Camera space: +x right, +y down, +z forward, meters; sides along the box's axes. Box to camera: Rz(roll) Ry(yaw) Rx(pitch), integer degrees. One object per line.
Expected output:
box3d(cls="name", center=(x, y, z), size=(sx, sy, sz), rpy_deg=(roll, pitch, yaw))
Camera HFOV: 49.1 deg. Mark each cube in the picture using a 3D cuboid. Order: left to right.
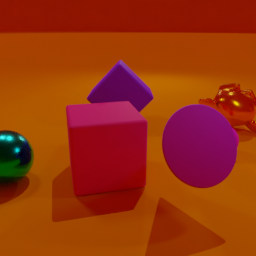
box3d(cls="cube", center=(-0.455, 0.320, 5.414), size=(1.330, 1.330, 1.330), rpy_deg=(-5, 21, -13))
box3d(cls="cube", center=(-0.201, -0.950, 7.775), size=(1.259, 1.259, 1.259), rpy_deg=(43, 13, -13))

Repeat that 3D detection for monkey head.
box3d(cls="monkey head", center=(2.929, -0.522, 7.992), size=(1.902, 1.368, 1.146), rpy_deg=(28, 65, 5))

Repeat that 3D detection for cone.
box3d(cls="cone", center=(0.860, 0.336, 4.472), size=(1.181, 1.181, 1.186), rpy_deg=(-7, -7, -18))

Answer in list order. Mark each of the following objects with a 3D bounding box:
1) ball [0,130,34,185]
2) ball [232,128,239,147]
box3d(cls="ball", center=(-2.298, 0.548, 5.251), size=(1.025, 1.025, 1.025), rpy_deg=(0, 21, 0))
box3d(cls="ball", center=(2.146, 0.284, 6.373), size=(0.704, 0.704, 0.704), rpy_deg=(0, 21, 0))
